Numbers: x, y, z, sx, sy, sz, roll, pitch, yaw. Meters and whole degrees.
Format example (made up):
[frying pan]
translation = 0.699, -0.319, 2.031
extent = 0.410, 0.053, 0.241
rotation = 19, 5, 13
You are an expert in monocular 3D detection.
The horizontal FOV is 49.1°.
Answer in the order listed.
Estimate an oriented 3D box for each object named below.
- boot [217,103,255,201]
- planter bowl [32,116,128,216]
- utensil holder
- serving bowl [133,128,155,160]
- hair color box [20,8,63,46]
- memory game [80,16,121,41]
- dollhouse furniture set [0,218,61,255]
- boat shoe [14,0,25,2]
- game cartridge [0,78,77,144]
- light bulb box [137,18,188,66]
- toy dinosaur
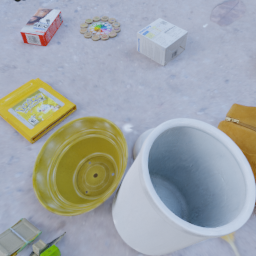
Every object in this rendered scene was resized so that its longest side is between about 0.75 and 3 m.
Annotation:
[boot]
translation = 3.475, 0.728, 8.171
extent = 2.113, 1.038, 2.951
rotation = 16, 74, 38
[planter bowl]
translation = -1.072, 1.103, 7.485
extent = 2.704, 1.126, 2.704
rotation = -11, 57, 18
[utensil holder]
translation = 0.942, 1.459, 6.142
extent = 2.288, 2.693, 2.288
rotation = 9, 56, -14
[serving bowl]
translation = 1.024, 0.607, 8.426
extent = 1.711, 0.563, 1.711
rotation = 1, 53, -1
[hair color box]
translation = -3.724, -4.443, 12.231
extent = 1.068, 0.616, 1.927
rotation = 10, 52, 8
[memory game]
translation = -1.248, -4.508, 12.585
extent = 1.900, 0.121, 1.900
rotation = 0, 53, 0
[dollhouse furniture set]
translation = -2.453, 3.035, 6.728
extent = 1.539, 0.772, 1.008
rotation = 20, 32, 35
[boat shoe]
translation = -2.696, -3.465, 6.993
extent = 1.224, 0.463, 0.452
rotation = 29, 74, 41
[game cartridge]
translation = -3.197, -0.714, 9.558
extent = 2.213, 0.359, 1.951
rotation = 35, 60, 22
[light bulb box]
translation = 1.360, -3.492, 11.306
extent = 1.470, 0.917, 1.457
rotation = 37, 62, 25
[toy dinosaur]
translation = -1.902, 2.982, 6.837
extent = 1.039, 0.246, 0.458
rotation = -28, 51, -23
